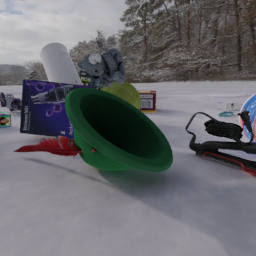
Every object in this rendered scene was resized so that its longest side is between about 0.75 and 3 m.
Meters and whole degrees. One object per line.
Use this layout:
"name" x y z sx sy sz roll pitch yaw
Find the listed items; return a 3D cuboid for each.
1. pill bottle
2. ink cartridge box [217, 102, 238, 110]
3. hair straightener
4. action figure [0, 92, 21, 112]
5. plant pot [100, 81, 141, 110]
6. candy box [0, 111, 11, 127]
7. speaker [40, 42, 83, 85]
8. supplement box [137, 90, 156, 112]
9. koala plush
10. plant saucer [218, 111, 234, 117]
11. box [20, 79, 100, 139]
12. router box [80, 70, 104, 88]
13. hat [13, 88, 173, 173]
"pill bottle" 3.373 -0.159 6.415 1.425 1.425 2.540 2 9 11
"ink cartridge box" 5.314 -1.193 15.003 0.916 0.386 0.662 -6 12 -32
"hair straightener" 2.135 0.186 5.216 0.610 1.148 2.984 -6 12 -28
"action figure" -4.639 -1.120 13.255 2.672 0.927 1.738 6 4 13
"plant pot" -0.494 -0.684 9.540 1.652 1.652 1.569 2 22 11
"candy box" -4.840 -0.274 9.653 1.233 0.475 1.042 -11 16 -43
"speaker" -2.430 -1.950 10.492 1.134 1.134 2.793 -6 53 -31
"supplement box" 0.847 -1.404 14.441 1.268 1.000 1.937 1 10 5
"koala plush" -0.759 -1.692 7.519 1.130 1.038 1.002 0 -2 -36
"plant saucer" 4.449 -0.632 12.671 0.465 0.126 1.331 6 13 29
"box" -1.829 -0.520 7.731 1.978 1.464 1.032 5 8 -3
"router box" -1.509 -1.975 11.854 1.078 0.808 0.335 8 24 1
"hat" -0.684 0.643 5.315 2.057 2.186 2.483 15 30 -35
